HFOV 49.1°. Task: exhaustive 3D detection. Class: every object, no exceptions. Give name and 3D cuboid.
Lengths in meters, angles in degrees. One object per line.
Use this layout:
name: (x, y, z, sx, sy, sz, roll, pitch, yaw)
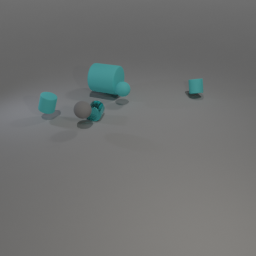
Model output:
ball: (-1.776, -0.711, 10.969, 0.700, 0.700, 0.700, 0, 30, 0)
cylinder: (-3.415, -1.070, 11.915, 0.700, 0.700, 0.700, 16, 30, -9)
cylinder: (-1.074, -2.448, 13.915, 1.400, 1.400, 1.400, 11, 31, 20)
cylinder: (3.420, -2.110, 14.106, 0.700, 0.700, 0.700, -6, 8, 1)
ball: (-0.238, -1.806, 13.047, 0.700, 0.700, 0.700, 0, 30, 0)
cylinder: (-1.431, -0.742, 12.188, 0.700, 0.700, 0.700, 5, 30, 9)
